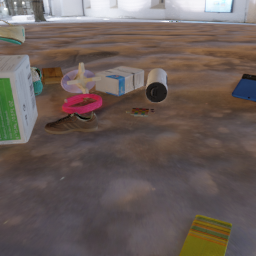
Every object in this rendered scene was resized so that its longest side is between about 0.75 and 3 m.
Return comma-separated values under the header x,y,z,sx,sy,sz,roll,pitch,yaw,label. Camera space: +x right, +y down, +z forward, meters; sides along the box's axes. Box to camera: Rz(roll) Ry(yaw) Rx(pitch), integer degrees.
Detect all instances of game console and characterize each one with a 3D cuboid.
x,y,z,sx,sy,sz,roll,pitch,yaw,label
6.081,-1.538,12.459,2.237,1.324,1.910,21,2,36,game console

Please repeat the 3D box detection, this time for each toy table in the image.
x,y,z,sx,sy,sz,roll,pitch,yaw,label
-2.037,-2.094,12.370,1.636,1.504,0.958,-27,18,-23,toy table

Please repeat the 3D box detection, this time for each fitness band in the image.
x,y,z,sx,sy,sz,roll,pitch,yaw,label
-1.820,-1.001,11.230,1.216,0.317,1.693,21,34,36,fitness band

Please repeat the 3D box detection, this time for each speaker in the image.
x,y,z,sx,sy,sz,roll,pitch,yaw,label
1.280,-1.926,12.419,0.944,0.944,2.326,3,25,6,speaker

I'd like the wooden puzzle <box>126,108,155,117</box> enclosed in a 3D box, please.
x,y,z,sx,sy,sz,roll,pitch,yaw,label
0.469,-0.595,10.649,1.098,0.077,0.651,3,26,7,wooden puzzle

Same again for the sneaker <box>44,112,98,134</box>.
x,y,z,sx,sy,sz,roll,pitch,yaw,label
-1.874,-0.229,9.217,1.743,0.658,0.614,-4,26,-9,sneaker

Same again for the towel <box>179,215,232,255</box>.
x,y,z,sx,sy,sz,roll,pitch,yaw,label
1.312,2.161,4.894,0.712,0.149,1.655,8,27,27,towel

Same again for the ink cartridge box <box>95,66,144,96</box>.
x,y,z,sx,sy,sz,roll,pitch,yaw,label
-0.370,-2.269,13.245,1.437,0.829,1.981,18,31,33,ink cartridge box

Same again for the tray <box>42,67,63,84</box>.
x,y,z,sx,sy,sz,roll,pitch,yaw,label
-4.034,-2.836,14.968,1.022,0.384,2.072,-7,26,-15,tray

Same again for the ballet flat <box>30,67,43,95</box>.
x,y,z,sx,sy,sz,roll,pitch,yaw,label
-4.567,-2.359,13.337,0.884,0.924,2.626,-7,27,-15,ballet flat

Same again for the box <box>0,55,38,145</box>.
x,y,z,sx,sy,sz,roll,pitch,yaw,label
-4.123,-0.948,8.825,1.959,2.276,2.287,-3,26,-7,box

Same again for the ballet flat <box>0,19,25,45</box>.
x,y,z,sx,sy,sz,roll,pitch,yaw,label
-3.073,-2.239,6.375,1.505,0.523,0.523,8,26,0,ballet flat
